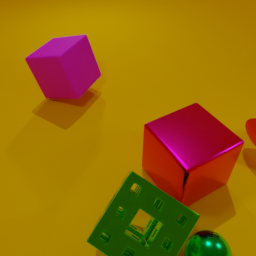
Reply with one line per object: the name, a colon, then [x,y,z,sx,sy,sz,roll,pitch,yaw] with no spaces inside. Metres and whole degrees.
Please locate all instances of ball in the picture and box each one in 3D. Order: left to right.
ball: [1.315,2.089,4.624,0.770,0.770,0.770,0,44,0]

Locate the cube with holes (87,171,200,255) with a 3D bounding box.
cube with holes: [0.209,1.473,4.418,1.147,1.147,1.147,33,82,4]

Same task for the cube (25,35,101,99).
cube: [-1.742,-1.684,7.778,1.275,1.275,1.275,5,42,30]

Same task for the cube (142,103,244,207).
cube: [1.222,0.561,5.743,1.369,1.369,1.369,-23,49,-21]

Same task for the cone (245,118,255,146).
cone: [3.449,-0.045,6.255,1.095,1.091,1.091,-34,51,-7]
